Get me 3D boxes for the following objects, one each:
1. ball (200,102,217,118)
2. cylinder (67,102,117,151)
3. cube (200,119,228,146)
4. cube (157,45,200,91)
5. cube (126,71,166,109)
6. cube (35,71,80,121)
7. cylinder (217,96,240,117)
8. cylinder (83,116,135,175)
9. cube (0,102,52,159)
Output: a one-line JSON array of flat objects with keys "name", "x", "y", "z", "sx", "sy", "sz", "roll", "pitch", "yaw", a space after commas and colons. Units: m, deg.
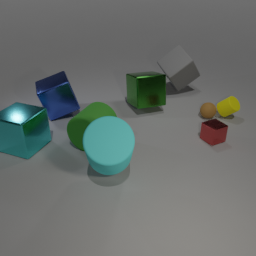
[{"name": "ball", "x": 3.507, "y": -0.771, "z": 12.250, "sx": 0.700, "sy": 0.700, "sz": 0.700, "roll": 0, "pitch": 30, "yaw": 0}, {"name": "cylinder", "x": -1.278, "y": -0.062, "z": 10.258, "sx": 1.400, "sy": 1.400, "sz": 1.400, "roll": 12, "pitch": 32, "yaw": 20}, {"name": "cube", "x": 3.243, "y": 0.149, "z": 10.610, "sx": 0.700, "sy": 0.700, "sz": 0.700, "roll": -14, "pitch": 32, "yaw": -23}, {"name": "cube", "x": 2.575, "y": -3.026, "z": 14.244, "sx": 1.400, "sy": 1.400, "sz": 1.400, "roll": -36, "pitch": 55, "yaw": 11}, {"name": "cube", "x": 0.813, "y": -1.773, "z": 12.828, "sx": 1.400, "sy": 1.400, "sz": 1.400, "roll": -9, "pitch": 20, "yaw": -18}, {"name": "cube", "x": -3.099, "y": -1.437, "z": 12.317, "sx": 1.400, "sy": 1.400, "sz": 1.400, "roll": -24, "pitch": 36, "yaw": -7}, {"name": "cylinder", "x": 4.340, "y": -0.926, "z": 12.119, "sx": 0.700, "sy": 0.700, "sz": 0.700, "roll": -27, "pitch": -4, "yaw": -39}, {"name": "cylinder", "x": -0.545, "y": 0.549, "z": 8.111, "sx": 1.400, "sy": 1.400, "sz": 1.400, "roll": 1, "pitch": 70, "yaw": -3}, {"name": "cube", "x": -3.811, "y": 0.056, "z": 10.077, "sx": 1.400, "sy": 1.400, "sz": 1.400, "roll": 11, "pitch": 32, "yaw": 19}]
